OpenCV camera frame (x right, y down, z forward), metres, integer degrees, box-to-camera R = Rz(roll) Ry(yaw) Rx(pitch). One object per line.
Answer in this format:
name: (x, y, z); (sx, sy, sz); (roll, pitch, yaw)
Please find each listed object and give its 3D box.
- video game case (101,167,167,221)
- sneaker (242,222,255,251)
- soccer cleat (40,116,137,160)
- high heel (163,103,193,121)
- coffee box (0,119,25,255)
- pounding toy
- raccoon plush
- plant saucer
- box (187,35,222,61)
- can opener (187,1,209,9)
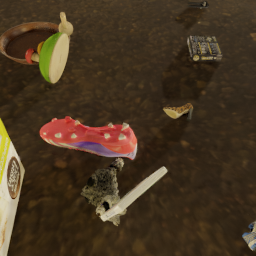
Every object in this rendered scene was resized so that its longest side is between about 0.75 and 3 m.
video game case: (0.107, 1.352, 5.680); (1.284, 1.170, 0.147); (-34, 81, -33)
sneaker: (2.969, 2.233, 6.236); (1.040, 0.401, 0.443); (-27, 48, -24)
soccer cleat: (-1.115, 0.358, 7.693); (2.794, 1.068, 0.932); (3, 43, 17)
high heel: (1.600, -0.641, 8.949); (0.968, 0.346, 0.690); (19, 54, -4)
coffee box: (-3.834, 1.272, 5.673); (2.508, 2.480, 2.504); (-3, 47, -3)
pounding toy: (-2.759, -2.769, 9.627); (1.051, 2.264, 1.748); (17, 5, -1)
raccoon plush: (-0.272, 1.448, 6.748); (1.152, 0.832, 1.719); (33, 54, 18)
plant saucer: (-3.779, -3.446, 11.489); (2.827, 0.487, 2.827); (1, 48, -1)
box: (3.115, -3.284, 11.483); (1.193, 0.363, 1.480); (0, 47, 2)
can opener: (3.623, -6.340, 14.469); (1.102, 0.433, 0.349); (3, 85, 7)
